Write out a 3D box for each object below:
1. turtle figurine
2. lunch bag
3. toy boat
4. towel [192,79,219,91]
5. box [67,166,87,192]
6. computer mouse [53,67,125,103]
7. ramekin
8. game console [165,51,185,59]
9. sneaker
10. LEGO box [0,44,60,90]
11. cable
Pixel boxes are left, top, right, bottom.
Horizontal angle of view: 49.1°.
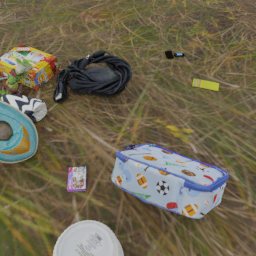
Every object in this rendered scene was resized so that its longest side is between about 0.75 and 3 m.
[{"bbox_3d":[-4.834,-2.062,10.984,1.930,1.433,1.991,-43,64,11],"label":"turtle figurine"},{"bbox_3d":[1.132,1.274,7.828,2.956,1.117,2.368,21,17,33],"label":"lunch bag"},{"bbox_3d":[-4.055,0.700,8.575,1.333,2.412,2.869,18,72,48],"label":"toy boat"},{"bbox_3d":[3.321,-1.836,11.981,1.097,0.099,0.472,13,55,10],"label":"towel"},{"bbox_3d":[-1.612,1.620,8.909,0.564,0.161,0.824,-3,49,-2],"label":"box"},{"bbox_3d":[-1.596,-1.962,11.615,2.974,0.784,2.060,0,48,0],"label":"computer mouse"},{"bbox_3d":[-1.015,3.209,7.005,1.811,0.950,1.811,0,49,0],"label":"ramekin"},{"bbox_3d":[2.250,-3.528,13.430,0.909,0.110,0.536,-3,49,-3],"label":"game console"},{"bbox_3d":[-4.356,-0.473,10.218,1.557,0.955,2.392,27,54,23],"label":"sneaker"},{"bbox_3d":[-4.348,-2.705,12.241,2.095,0.808,1.560,23,53,19],"label":"LEGO box"},{"bbox_3d":[-1.142,-2.314,11.282,2.338,0.728,2.866,-13,44,-21],"label":"cable"}]
